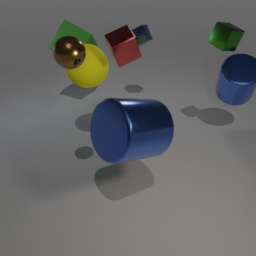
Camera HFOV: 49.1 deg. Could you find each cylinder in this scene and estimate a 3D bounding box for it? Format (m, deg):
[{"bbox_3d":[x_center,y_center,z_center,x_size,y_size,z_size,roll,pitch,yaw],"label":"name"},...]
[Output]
[{"bbox_3d":[0.085,0.030,6.403,1.400,1.400,1.400,-4,26,-42],"label":"cylinder"},{"bbox_3d":[4.067,-1.772,10.390,1.400,1.400,1.400,-3,63,6],"label":"cylinder"}]

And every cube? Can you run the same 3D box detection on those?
[{"bbox_3d":[-0.136,-2.249,7.693,0.700,0.700,0.700,-25,51,1],"label":"cube"},{"bbox_3d":[0.548,-3.951,12.031,0.700,0.700,0.700,-19,11,28],"label":"cube"},{"bbox_3d":[-2.372,-3.631,12.412,1.400,1.400,1.400,30,1,5],"label":"cube"},{"bbox_3d":[3.203,-2.982,9.152,0.700,0.700,0.700,-12,46,-36],"label":"cube"}]

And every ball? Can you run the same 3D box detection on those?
[{"bbox_3d":[-1.251,-1.613,5.997,0.700,0.700,0.700,0,31,0],"label":"ball"},{"bbox_3d":[-1.338,-2.016,9.121,1.400,1.400,1.400,0,31,0],"label":"ball"}]
